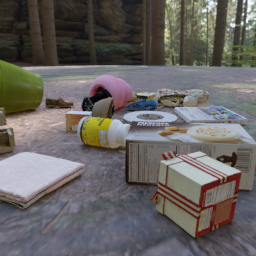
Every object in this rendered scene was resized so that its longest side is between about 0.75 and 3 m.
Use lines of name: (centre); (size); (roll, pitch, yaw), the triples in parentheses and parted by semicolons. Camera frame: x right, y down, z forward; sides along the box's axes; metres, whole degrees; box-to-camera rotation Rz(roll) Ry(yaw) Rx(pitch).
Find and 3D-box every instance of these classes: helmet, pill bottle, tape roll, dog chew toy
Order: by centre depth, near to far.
pill bottle: (-0.703, 0.145, 8.785); (1.590, 0.894, 0.894); (6, 17, 22)
tape roll: (0.790, -0.109, 10.123); (1.948, 0.644, 1.948); (-1, 15, 0)
helmet: (-1.226, -0.839, 11.409); (1.382, 1.382, 1.317); (-7, -25, -24)
dog chew toy: (-0.702, -1.785, 14.244); (1.779, 1.779, 2.857); (8, 12, 26)

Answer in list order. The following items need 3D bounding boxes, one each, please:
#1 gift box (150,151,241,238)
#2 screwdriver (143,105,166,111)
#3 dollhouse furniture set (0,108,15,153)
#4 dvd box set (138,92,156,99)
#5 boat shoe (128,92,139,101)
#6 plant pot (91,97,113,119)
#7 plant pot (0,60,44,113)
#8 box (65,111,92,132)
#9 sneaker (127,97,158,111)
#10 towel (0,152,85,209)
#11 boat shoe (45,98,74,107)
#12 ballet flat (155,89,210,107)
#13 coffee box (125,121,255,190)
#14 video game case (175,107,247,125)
gift box: (1.130, 1.080, 5.061); (1.264, 1.167, 1.180); (-3, 17, -32)
screwdriver: (1.354, -0.931, 13.770); (0.405, 0.388, 2.781); (-26, -2, 24)
dollhouse furniture set: (-4.842, -0.733, 8.097); (2.614, 2.956, 1.643); (-9, 18, -27)
dvd box set: (1.128, -2.076, 17.729); (1.085, 0.218, 1.482); (9, 18, 31)
boat shoe: (0.195, -1.834, 16.318); (0.661, 0.622, 1.737); (19, 21, 18)
plant pot: (-0.938, -0.520, 9.779); (0.562, 1.218, 1.218); (14, 17, 2)
plant pot: (-5.578, -1.869, 13.331); (2.650, 2.752, 2.752); (2, 11, -40)
box: (-1.812, -0.244, 10.466); (0.919, 0.700, 0.489); (3, 14, 11)
sneaker: (0.682, -1.025, 13.681); (1.648, 0.646, 0.543); (-13, 6, 32)
towel: (-2.359, 1.094, 6.535); (2.011, 0.324, 1.921); (8, 19, 27)
boat shoe: (-3.544, -1.330, 14.507); (1.470, 0.500, 0.529); (-1, 6, -8)
ballet flat: (2.770, -1.457, 14.663); (2.904, 1.098, 0.928); (4, 46, 24)
coffee box: (1.410, 0.578, 6.836); (2.815, 1.122, 1.610); (2, 16, 7)
video game case: (3.507, -0.560, 12.356); (2.347, 0.296, 2.576); (-1, 15, -4)
